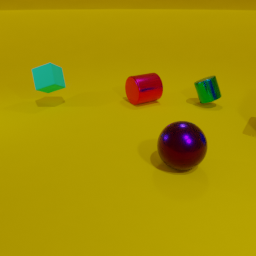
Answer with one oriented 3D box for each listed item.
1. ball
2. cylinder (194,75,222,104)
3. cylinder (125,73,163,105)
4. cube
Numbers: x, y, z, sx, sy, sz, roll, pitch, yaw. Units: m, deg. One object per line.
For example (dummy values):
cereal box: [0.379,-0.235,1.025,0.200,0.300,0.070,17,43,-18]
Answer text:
ball: [1.152,0.375,5.986,1.059,1.059,1.059,0,25,0]
cylinder: [2.683,-1.293,9.419,0.742,0.742,0.742,-21,12,5]
cylinder: [0.550,-1.373,9.742,0.985,0.985,0.985,-14,29,-27]
cube: [-2.598,-1.627,9.228,0.728,0.728,0.728,-14,-5,16]
